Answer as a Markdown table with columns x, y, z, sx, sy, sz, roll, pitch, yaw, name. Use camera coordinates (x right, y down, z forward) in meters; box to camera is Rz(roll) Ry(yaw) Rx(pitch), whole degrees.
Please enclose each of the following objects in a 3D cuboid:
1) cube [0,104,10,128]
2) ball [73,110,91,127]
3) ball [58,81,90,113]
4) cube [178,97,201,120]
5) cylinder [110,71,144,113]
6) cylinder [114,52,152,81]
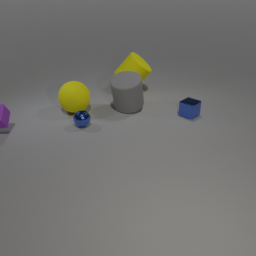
| x | y | z | sx | sy | sz | roll | pitch | yaw | name |
| --- | --- | --- | --- | --- | --- | --- | --- | --- | --- |
| -5.037 | -0.459 | 10.757 | 0.700 | 0.700 | 0.700 | 0 | 68 | -1 | cube |
| -1.888 | -0.392 | 11.466 | 0.700 | 0.700 | 0.700 | 0 | 29 | 0 | ball |
| -2.400 | -1.388 | 12.533 | 1.400 | 1.400 | 1.400 | 0 | 29 | 0 | ball |
| 2.726 | -0.866 | 12.357 | 0.700 | 0.700 | 0.700 | 25 | 38 | 38 | cube |
| -0.024 | -1.619 | 12.637 | 1.400 | 1.400 | 1.400 | -5 | 44 | 5 | cylinder |
| 0.257 | -2.922 | 14.487 | 1.400 | 1.400 | 1.400 | 37 | 24 | -20 | cylinder |
